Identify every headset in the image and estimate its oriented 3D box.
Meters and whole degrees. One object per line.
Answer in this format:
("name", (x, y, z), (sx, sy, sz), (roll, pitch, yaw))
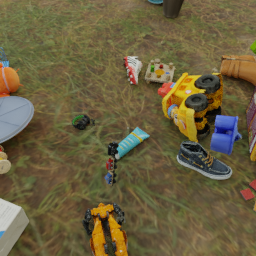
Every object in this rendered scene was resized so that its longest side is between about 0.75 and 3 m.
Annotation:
("headset", (-1.676, -0.261, 10.589), (1.045, 0.491, 0.645), (16, 50, 29))

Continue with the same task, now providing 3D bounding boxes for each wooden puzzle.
("wooden puzzle", (4.982, 1.932, 8.793), (2.772, 0.195, 1.644), (-28, 54, -23))

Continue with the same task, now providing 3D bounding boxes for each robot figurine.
("robot figurine", (-0.596, 2.877, 7.745), (1.214, 0.488, 1.675), (-10, 49, -9))
("robot figurine", (-5.413, -1.895, 11.675), (1.914, 1.116, 1.377), (-15, 47, -12))

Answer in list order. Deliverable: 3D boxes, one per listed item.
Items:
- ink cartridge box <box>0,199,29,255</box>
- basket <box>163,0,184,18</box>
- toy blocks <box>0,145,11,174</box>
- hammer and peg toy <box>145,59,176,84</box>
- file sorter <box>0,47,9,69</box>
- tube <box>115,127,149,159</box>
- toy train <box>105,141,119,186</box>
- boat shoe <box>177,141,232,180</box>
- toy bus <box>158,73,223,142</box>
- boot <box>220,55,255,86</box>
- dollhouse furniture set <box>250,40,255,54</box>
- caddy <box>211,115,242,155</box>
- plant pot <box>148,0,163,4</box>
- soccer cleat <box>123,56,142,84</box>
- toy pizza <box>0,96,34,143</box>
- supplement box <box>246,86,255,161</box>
("ink cartridge box", (-4.338, 2.585, 7.729), (2.633, 0.886, 1.530), (16, 49, 15))
("basket", (2.616, -7.372, 16.221), (1.490, 1.652, 1.123), (21, 49, 15))
("toy blocks", (-4.661, 1.116, 9.311), (1.220, 0.531, 1.463), (-35, 43, -16))
("hammer and peg toy", (1.515, -2.641, 12.667), (1.257, 0.603, 1.709), (11, 49, 9))
("file sorter", (-6.073, -2.819, 12.613), (1.060, 0.937, 1.528), (-11, 49, -9))
("tube", (0.066, 0.526, 10.003), (0.601, 0.391, 1.552), (39, 53, 18))
("toy train", (-0.418, 0.923, 7.080), (0.283, 1.234, 0.210), (-7, 22, -30))
("boat shoe", (2.528, 1.053, 9.157), (1.847, 0.839, 0.654), (18, 50, 15))
("toy bus", (2.131, -0.954, 10.578), (2.414, 1.706, 2.515), (16, 51, 31))
("boot", (5.075, -2.409, 12.177), (2.068, 1.022, 2.664), (9, 49, 8))
("dollhouse furniture set", (4.644, -2.159, 7.924), (0.952, 1.243, 1.897), (18, 30, -33))
("caddy", (2.355, 0.174, 6.634), (0.644, 1.227, 0.868), (12, 82, 19))
("plant pot", (2.171, -9.198, 17.754), (2.182, 2.182, 2.050), (19, 36, 16))
("soccer cleat", (0.310, -2.676, 12.696), (0.812, 0.655, 1.907), (-11, 44, -6))
("toy pizza", (-4.879, -0.186, 10.385), (2.904, 0.460, 2.904), (-7, 41, 6))
("supplement box", (4.978, -0.248, 9.726), (1.185, 1.527, 2.768), (10, 44, 10))
